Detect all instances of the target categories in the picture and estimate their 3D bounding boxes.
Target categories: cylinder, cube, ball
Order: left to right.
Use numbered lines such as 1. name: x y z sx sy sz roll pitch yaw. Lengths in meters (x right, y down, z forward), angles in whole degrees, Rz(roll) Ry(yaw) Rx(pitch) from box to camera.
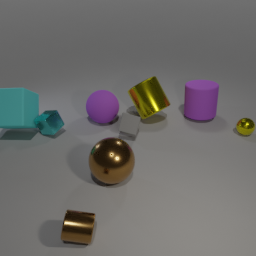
1. cube: -4.356 -0.710 10.733 1.400 1.400 1.400 -1 -3 5
2. cube: -3.047 -0.218 10.883 0.700 0.700 0.700 1 36 35
3. cylinder: -1.170 2.332 6.631 0.700 0.700 0.700 10 29 -5
4. ball: -1.070 -0.901 11.798 1.400 1.400 1.400 0 29 0
5. ball: -0.486 0.978 8.437 1.400 1.400 1.400 0 29 0
6. cube: 0.067 -0.149 10.727 0.700 0.700 0.700 15 0 2
7. cylinder: 0.897 -1.282 11.989 1.400 1.400 1.400 -28 2 1
8. cylinder: 3.161 -1.234 12.158 1.400 1.400 1.400 -2 26 1
9. ball: 4.635 -0.059 11.036 0.700 0.700 0.700 0 29 0
